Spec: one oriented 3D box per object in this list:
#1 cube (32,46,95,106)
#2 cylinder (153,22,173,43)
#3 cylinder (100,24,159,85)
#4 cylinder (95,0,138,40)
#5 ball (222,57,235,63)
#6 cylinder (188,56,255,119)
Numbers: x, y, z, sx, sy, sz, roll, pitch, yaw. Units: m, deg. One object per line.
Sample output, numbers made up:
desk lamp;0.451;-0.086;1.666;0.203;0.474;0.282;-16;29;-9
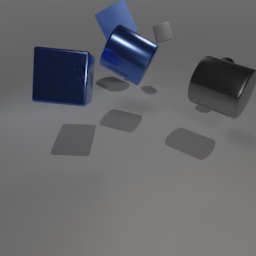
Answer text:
cube;-1.738;-1.413;7.800;1.400;1.400;1.400;5;9;-2
cylinder;1.427;-3.924;11.535;0.700;0.700;0.700;-15;13;3
cylinder;0.035;-2.276;8.798;1.400;1.400;1.400;29;35;-1
cylinder;-0.496;-4.494;11.987;1.400;1.400;1.400;-24;21;10
ball;3.675;-2.301;10.545;0.700;0.700;0.700;0;32;0
cylinder;2.617;-1.143;7.803;1.400;1.400;1.400;27;40;28
